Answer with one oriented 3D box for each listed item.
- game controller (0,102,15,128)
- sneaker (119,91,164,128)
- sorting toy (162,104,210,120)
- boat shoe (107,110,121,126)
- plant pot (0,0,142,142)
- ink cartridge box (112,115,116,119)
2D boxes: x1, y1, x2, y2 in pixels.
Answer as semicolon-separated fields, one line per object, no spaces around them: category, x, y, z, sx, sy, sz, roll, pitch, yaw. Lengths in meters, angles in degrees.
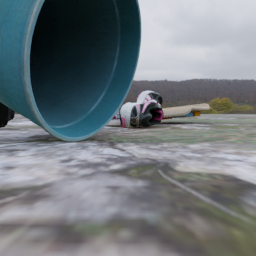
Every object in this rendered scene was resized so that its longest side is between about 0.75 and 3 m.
game controller;-2.864;-1.336;6.360;0.582;2.764;1.442;-4;47;-30
sneaker;0.615;-0.427;7.805;0.917;0.854;2.125;12;29;24
sorting toy;1.578;-0.513;10.298;2.307;0.455;2.493;-5;4;31
boat shoe;-0.407;-0.404;8.255;0.533;0.663;1.429;2;2;-27
plant pot;-1.332;-1.277;4.153;2.214;2.356;2.356;21;12;25
ink cartridge box;-1.089;-0.707;6.115;1.266;1.442;0.605;-17;43;11
